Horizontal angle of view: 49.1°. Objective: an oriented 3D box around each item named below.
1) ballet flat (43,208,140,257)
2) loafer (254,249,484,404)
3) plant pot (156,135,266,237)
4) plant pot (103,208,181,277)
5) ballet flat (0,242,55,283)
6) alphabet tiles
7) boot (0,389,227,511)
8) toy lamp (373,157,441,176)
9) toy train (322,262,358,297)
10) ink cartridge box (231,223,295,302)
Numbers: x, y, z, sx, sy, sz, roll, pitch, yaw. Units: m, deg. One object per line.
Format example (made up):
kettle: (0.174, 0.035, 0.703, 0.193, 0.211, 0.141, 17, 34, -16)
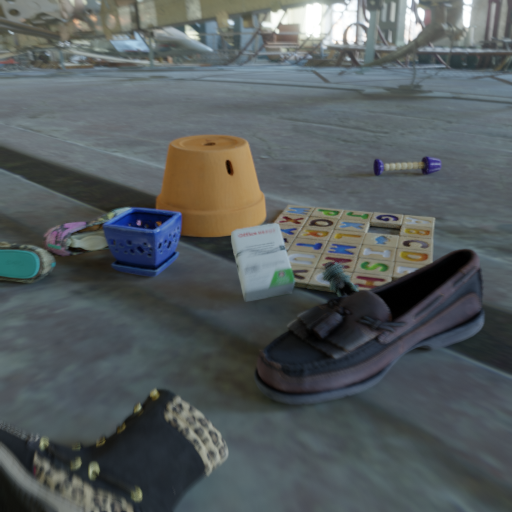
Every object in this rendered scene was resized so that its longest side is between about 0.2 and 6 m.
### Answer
ballet flat: (-2.613, -0.349, 9.619, 0.720, 0.699, 2.023, 20, 25, 33)
loafer: (1.449, 0.694, 6.769, 3.409, 1.074, 1.225, -14, 27, -29)
plant pot: (-0.937, -1.501, 11.263, 2.262, 1.583, 2.262, -1, 24, 0)
plant pot: (-1.818, -0.210, 9.138, 0.977, 0.878, 0.977, 8, 25, 17)
ballet flat: (-4.313, 0.059, 8.910, 2.243, 0.761, 0.844, 6, 1, 0)
alphabet tiles: (1.589, -0.205, 10.034, 3.034, 0.137, 3.629, 7, 24, 16)
boot: (-1.372, 1.712, 4.839, 1.988, 0.727, 1.497, 18, 30, 29)
toy lamp: (3.953, -2.328, 14.617, 1.712, 0.498, 0.498, -4, 23, -3)
toy train: (1.232, 0.431, 7.954, 0.335, 0.448, 0.786, -37, 53, 6)
ink cartridge box: (0.083, 0.088, 8.269, 0.745, 0.422, 1.017, -9, 61, -8)
